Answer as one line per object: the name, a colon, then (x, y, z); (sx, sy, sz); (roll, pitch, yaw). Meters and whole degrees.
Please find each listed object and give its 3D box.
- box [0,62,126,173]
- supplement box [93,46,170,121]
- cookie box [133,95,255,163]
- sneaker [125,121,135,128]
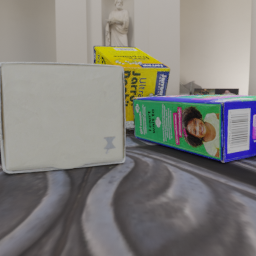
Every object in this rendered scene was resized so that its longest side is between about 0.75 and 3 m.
box: (-1.411, -0.348, 5.499); (1.892, 1.613, 2.960); (-3, 8, -21)
supplement box: (-0.074, -1.500, 8.744); (1.579, 1.569, 2.883); (-4, 27, -18)
cookie box: (1.865, -0.195, 6.336); (2.473, 1.086, 2.891); (-6, 9, -30)
sneaker: (0.278, -0.340, 8.913); (2.122, 0.790, 0.924); (-2, 13, -11)
